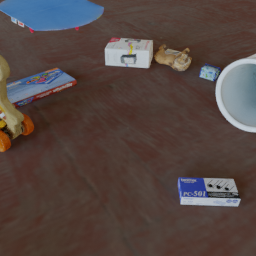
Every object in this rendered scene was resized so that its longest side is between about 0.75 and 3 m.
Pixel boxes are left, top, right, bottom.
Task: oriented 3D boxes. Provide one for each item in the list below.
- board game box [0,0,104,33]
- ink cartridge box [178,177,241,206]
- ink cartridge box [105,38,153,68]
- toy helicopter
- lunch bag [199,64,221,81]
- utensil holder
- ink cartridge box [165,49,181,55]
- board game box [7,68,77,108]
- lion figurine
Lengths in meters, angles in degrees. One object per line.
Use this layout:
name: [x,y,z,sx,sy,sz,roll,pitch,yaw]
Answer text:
board game box: [-2.160,-3.196,8.099,2.983,0.581,2.357,35,51,29]
ink cartridge box: [1.799,1.436,6.335,1.267,0.280,0.596,1,36,1]
ink cartridge box: [0.072,-3.266,12.103,1.885,0.807,1.391,5,37,9]
toy helicopter: [-3.436,-0.813,7.215,1.830,2.766,1.091,35,47,10]
lunch bag: [3.254,-2.217,11.014,0.646,0.484,0.760,25,36,24]
utensil holder: [4.291,-1.304,8.468,2.518,2.140,2.140,-26,44,-33]
ink cartridge box: [2.174,-3.484,12.913,0.783,0.175,0.690,22,44,26]
board game box: [-3.417,-1.467,10.172,2.753,0.268,1.417,-28,47,-32]
lion figurine: [1.803,-2.930,11.851,2.175,0.788,1.332,16,46,42]
